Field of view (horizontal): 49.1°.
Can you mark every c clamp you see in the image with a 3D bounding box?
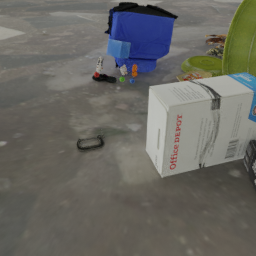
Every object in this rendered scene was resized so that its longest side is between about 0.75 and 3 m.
[{"bbox_3d":[-0.868,0.308,6.577,0.755,0.102,0.645,-14,41,-22],"label":"c clamp"}]

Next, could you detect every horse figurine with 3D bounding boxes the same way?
[{"bbox_3d":[4.207,-3.628,11.970,1.419,0.535,2.142,-5,31,-17],"label":"horse figurine"}]

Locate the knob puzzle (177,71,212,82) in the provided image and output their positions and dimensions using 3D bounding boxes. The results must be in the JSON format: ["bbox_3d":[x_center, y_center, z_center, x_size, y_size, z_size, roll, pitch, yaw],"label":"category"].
[{"bbox_3d":[2.230,-1.556,9.071,1.148,0.159,1.148,-8,40,7],"label":"knob puzzle"}]

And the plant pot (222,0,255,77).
[{"bbox_3d":[4.360,-2.146,7.619,2.539,2.674,2.674,21,39,37],"label":"plant pot"}]

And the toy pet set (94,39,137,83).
[{"bbox_3d":[-0.260,-2.003,8.576,1.358,1.268,0.721,6,19,-15],"label":"toy pet set"}]

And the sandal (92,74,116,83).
[{"bbox_3d":[-0.789,-1.697,9.338,0.827,0.198,0.311,7,55,5],"label":"sandal"}]

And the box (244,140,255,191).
[{"bbox_3d":[3.615,1.055,4.963,2.504,0.623,1.975,2,34,3],"label":"box"}]

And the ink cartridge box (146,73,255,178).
[{"bbox_3d":[1.587,-0.101,5.756,2.269,1.646,0.950,-10,35,-15],"label":"ink cartridge box"}]

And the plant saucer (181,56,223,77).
[{"bbox_3d":[2.853,-2.267,10.170,1.810,0.281,1.810,2,35,-1],"label":"plant saucer"}]

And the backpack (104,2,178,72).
[{"bbox_3d":[0.212,-3.303,9.951,2.142,2.212,2.637,8,29,-12],"label":"backpack"}]

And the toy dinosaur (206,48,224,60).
[{"bbox_3d":[3.751,-2.861,11.008,0.773,0.416,1.755,-22,42,-38],"label":"toy dinosaur"}]
